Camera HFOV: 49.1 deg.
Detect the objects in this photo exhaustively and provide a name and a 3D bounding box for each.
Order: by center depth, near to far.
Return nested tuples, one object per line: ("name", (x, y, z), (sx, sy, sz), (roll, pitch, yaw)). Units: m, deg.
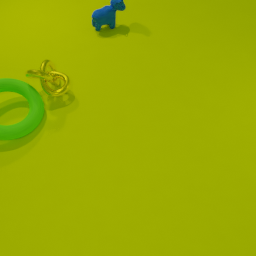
("ring", (-3.119, -0.523, 7.224), (1.828, 0.366, 1.828), (8, 59, -13))
("knot shape", (-2.239, -1.400, 7.653), (1.127, 0.557, 1.205), (5, 42, -43))
("cow figurine", (-0.664, -3.884, 9.300), (1.173, 1.154, 0.644), (-19, 55, -22))
